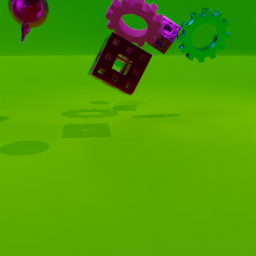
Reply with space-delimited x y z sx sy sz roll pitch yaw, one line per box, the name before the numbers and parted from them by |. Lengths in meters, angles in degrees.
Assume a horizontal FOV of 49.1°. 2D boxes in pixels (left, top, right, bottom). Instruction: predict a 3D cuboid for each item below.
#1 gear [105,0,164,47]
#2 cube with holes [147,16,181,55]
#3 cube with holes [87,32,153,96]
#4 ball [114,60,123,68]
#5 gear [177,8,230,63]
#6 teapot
gear | 0.203 -3.347 8.878 1.808 0.334 1.808 14 -24 6
cube with holes | 1.264 -3.278 9.936 0.774 0.774 0.774 31 -21 -5
cube with holes | -0.257 -1.633 7.326 1.138 1.138 1.138 26 3 -16
ball | -0.242 -2.832 11.295 0.819 0.819 0.819 0 16 0
gear | 2.334 -2.849 8.693 1.581 1.581 0.292 -2 34 -7
teapot | -2.814 -3.330 7.865 1.119 1.799 0.881 10 16 -17
